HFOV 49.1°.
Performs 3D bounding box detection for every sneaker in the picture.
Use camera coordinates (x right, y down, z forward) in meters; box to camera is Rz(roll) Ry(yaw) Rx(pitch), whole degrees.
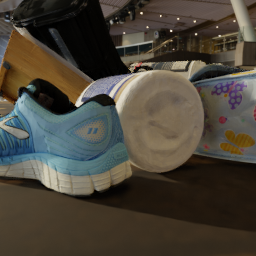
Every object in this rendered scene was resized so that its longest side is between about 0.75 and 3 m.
[{"bbox_3d":[-1.153,-0.014,3.620,2.713,1.220,1.063,4,8,28],"label":"sneaker"}]

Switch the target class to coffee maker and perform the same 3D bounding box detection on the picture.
[{"bbox_3d":[-0.998,-2.146,7.197,2.768,2.882,1.941,-24,51,0],"label":"coffee maker"}]

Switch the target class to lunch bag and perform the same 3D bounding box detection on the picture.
[{"bbox_3d":[1.997,-0.300,4.849,2.087,1.564,2.461,-6,4,-39],"label":"lunch bag"}]

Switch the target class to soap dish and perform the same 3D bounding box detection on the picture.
[{"bbox_3d":[-1.968,-0.912,6.606,2.287,0.929,1.799,35,-37,-15],"label":"soap dish"}]

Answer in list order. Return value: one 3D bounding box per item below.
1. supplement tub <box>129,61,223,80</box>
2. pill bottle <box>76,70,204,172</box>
[{"bbox_3d":[1.464,-1.092,9.014,2.947,2.068,2.068,4,8,24],"label":"supplement tub"},{"bbox_3d":[-0.053,-0.191,4.604,1.348,1.348,2.429,-4,8,-27],"label":"pill bottle"}]
